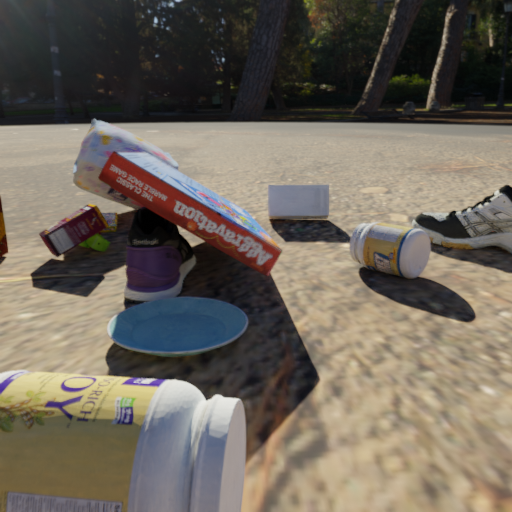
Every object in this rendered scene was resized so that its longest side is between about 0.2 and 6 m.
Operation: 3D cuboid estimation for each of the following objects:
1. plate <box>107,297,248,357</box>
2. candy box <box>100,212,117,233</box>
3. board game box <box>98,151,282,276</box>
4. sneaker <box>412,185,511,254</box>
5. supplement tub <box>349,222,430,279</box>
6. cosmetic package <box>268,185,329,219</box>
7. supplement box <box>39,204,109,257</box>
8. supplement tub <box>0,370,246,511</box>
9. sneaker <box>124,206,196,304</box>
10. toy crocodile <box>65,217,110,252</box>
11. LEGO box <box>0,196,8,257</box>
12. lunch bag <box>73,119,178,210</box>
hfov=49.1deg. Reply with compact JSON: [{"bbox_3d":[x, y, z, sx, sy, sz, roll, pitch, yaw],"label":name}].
[{"bbox_3d":[-0.871,0.823,6.326,1.569,0.201,1.569,-1,16,0],"label":"plate"},{"bbox_3d":[-3.169,-0.689,11.457,0.629,0.162,1.230,-1,17,-12],"label":"candy box"},{"bbox_3d":[-0.997,-0.871,8.846,2.347,0.443,4.560,29,6,-10],"label":"board game box"},{"bbox_3d":[4.079,-0.699,9.792,2.626,1.151,0.993,7,20,29],"label":"sneaker"},{"bbox_3d":[2.016,-0.107,8.486,1.028,0.744,0.744,14,22,43],"label":"supplement tub"},{"bbox_3d":[0.887,-1.132,11.822,1.280,0.688,0.543,1,-4,3],"label":"cosmetic package"},{"bbox_3d":[-3.003,-0.427,9.220,0.981,0.420,0.541,-35,22,-20],"label":"supplement box"},{"bbox_3d":[-0.869,1.260,3.269,1.510,1.098,1.098,2,17,7],"label":"supplement tub"},{"bbox_3d":[-1.389,-0.260,8.309,0.976,1.128,2.576,-1,17,-6],"label":"sneaker"},{"bbox_3d":[-3.097,-0.412,10.027,1.419,0.479,0.438,18,-5,45],"label":"toy crocodile"},{"bbox_3d":[-5.329,-0.177,8.117,2.068,1.072,2.778,2,17,6],"label":"LEGO box"},{"bbox_3d":[-2.916,-1.918,12.344,2.011,1.508,2.372,22,10,-25],"label":"lunch bag"}]
